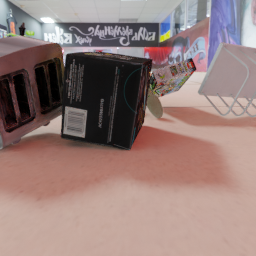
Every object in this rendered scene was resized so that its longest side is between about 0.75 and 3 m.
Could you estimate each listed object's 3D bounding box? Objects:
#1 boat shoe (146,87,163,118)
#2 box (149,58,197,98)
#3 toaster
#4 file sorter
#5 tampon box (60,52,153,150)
[{"bbox_3d":[0.823,-0.923,9.582,0.487,1.356,0.458,-32,-17,9],"label":"boat shoe"},{"bbox_3d":[1.488,-1.750,10.669,1.479,0.467,2.687,-20,-7,-5],"label":"box"},{"bbox_3d":[-2.621,-0.984,6.466,1.421,2.395,2.166,16,33,27],"label":"toaster"},{"bbox_3d":[4.053,-1.403,9.042,2.645,1.835,1.647,0,40,-22],"label":"file sorter"},{"bbox_3d":[-0.395,-0.851,7.072,1.640,1.947,2.598,10,16,7],"label":"tampon box"}]
